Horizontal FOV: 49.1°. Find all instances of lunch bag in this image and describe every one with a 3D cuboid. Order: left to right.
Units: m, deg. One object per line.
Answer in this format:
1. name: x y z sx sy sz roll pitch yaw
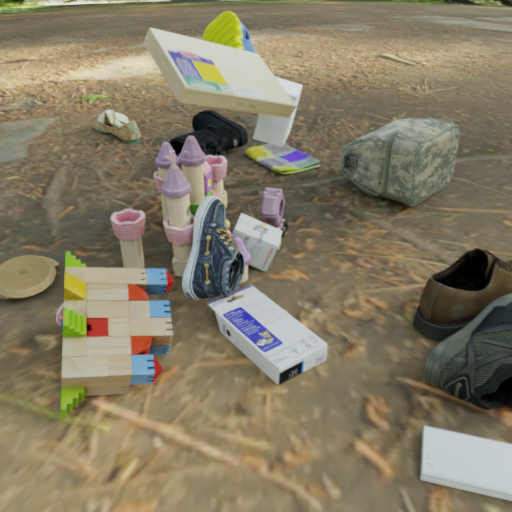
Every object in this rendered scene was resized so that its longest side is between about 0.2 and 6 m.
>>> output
1. lunch bag: 3.459 -2.413 13.542 2.064 1.715 2.461 24 38 34

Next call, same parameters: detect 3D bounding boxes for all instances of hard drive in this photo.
1. hard drive: 2.665 2.561 6.933 1.188 0.156 0.784 9 33 13

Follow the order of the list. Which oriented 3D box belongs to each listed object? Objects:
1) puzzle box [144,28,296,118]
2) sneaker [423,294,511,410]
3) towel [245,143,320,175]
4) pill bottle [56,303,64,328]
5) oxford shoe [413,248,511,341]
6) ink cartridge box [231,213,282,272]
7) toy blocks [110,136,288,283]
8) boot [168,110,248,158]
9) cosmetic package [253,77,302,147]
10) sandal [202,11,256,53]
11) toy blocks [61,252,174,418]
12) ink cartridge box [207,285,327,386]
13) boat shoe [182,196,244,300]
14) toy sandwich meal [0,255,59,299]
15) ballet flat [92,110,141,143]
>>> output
1. puzzle box: -0.536 -2.841 8.801 2.182 0.277 1.452 -3 53 -40
2. sneaker: 3.647 1.425 8.127 2.350 0.898 1.346 -27 42 -32
3. towel: 0.696 -2.733 15.511 1.396 0.221 1.944 -16 35 -26
4. pill bottle: -2.669 1.104 8.900 0.950 0.533 0.533 27 40 25
5. oxford shoe: 3.998 0.427 9.407 2.942 1.242 1.069 -17 33 -28
6. ink cartridge box: -0.047 -0.257 10.809 0.906 0.659 0.656 24 33 -3
7. toy blocks: -0.993 -1.224 10.887 2.938 2.473 2.746 7 32 11
8. boot: -1.641 -3.350 15.976 1.984 0.896 2.421 -29 42 -32
9. cosmetic package: 0.487 -3.163 12.265 0.709 1.153 1.149 16 31 3
10. sandal: -0.310 -3.935 11.465 1.085 0.991 2.492 22 41 -56
11. toy blocks: -1.994 1.079 8.303 1.655 1.210 2.421 2 51 -18
12. ink cartridge box: 0.129 1.201 8.945 0.976 0.385 1.962 -21 38 -30
13. boat shoe: -0.612 -0.171 9.885 0.924 0.720 2.035 -4 62 26
14. toy sandwich meal: -4.203 0.425 10.225 1.224 0.419 1.224 3 41 -2
15. ballet flat: -4.326 -4.097 17.226 2.253 0.735 0.794 24 44 35
